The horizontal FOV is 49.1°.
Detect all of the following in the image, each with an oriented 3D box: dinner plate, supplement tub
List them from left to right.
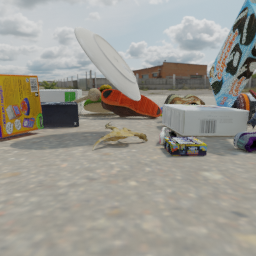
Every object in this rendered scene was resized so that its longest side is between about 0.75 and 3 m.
[{"bbox_3d":[-0.480,-2.061,8.699,0.354,2.918,2.918,-37,-3,17],"label":"dinner plate"},{"bbox_3d":[5.138,-0.805,11.587,2.297,1.229,1.229,0,8,1],"label":"supplement tub"}]

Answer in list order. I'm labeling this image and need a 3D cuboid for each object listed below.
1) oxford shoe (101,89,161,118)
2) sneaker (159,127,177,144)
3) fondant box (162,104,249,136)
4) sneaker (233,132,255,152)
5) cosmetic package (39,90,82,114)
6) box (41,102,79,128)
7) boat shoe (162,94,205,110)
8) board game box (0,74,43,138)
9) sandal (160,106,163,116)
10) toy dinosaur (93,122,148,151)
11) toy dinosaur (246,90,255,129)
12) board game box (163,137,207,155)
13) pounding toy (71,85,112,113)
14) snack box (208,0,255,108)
[{"bbox_3d":[0.140,-1.008,13.628,2.989,1.084,1.064,19,52,5],"label":"oxford shoe"},{"bbox_3d":[1.107,0.214,7.552,0.427,0.360,0.976,3,12,13],"label":"sneaker"},{"bbox_3d":[2.470,-0.337,9.637,2.035,0.822,2.821,1,9,-6],"label":"fondant box"},{"bbox_3d":[3.277,0.321,6.598,1.449,0.539,0.634,-12,20,-9],"label":"sneaker"},{"bbox_3d":[-3.832,-1.406,15.186,2.551,1.373,1.082,-1,8,4],"label":"cosmetic package"},{"bbox_3d":[-2.710,-0.551,10.930,1.505,0.899,1.531,-2,10,-13],"label":"box"},{"bbox_3d":[2.784,-0.855,12.815,1.106,1.133,2.996,32,25,35],"label":"boat shoe"},{"bbox_3d":[-3.908,-0.687,8.526,1.734,1.735,1.734,-1,8,23],"label":"board game box"},{"bbox_3d":[2.116,-1.010,14.485,1.745,0.760,0.694,0,18,19],"label":"sandal"},{"bbox_3d":[-0.313,0.170,7.250,1.817,0.529,0.919,-6,12,-37],"label":"toy dinosaur"},{"bbox_3d":[4.652,-0.530,8.268,2.147,2.366,1.243,-38,42,-22],"label":"toy dinosaur"},{"bbox_3d":[1.287,0.409,6.466,0.782,0.268,0.946,1,8,-4],"label":"board game box"},{"bbox_3d":[-1.528,-1.737,15.033,2.208,1.327,2.860,-10,-13,36],"label":"pounding toy"},{"bbox_3d":[3.358,-2.189,8.566,0.528,2.845,1.653,7,49,-8],"label":"snack box"}]
